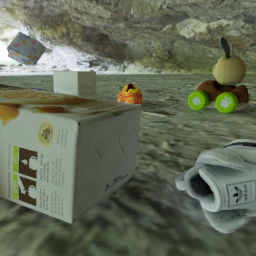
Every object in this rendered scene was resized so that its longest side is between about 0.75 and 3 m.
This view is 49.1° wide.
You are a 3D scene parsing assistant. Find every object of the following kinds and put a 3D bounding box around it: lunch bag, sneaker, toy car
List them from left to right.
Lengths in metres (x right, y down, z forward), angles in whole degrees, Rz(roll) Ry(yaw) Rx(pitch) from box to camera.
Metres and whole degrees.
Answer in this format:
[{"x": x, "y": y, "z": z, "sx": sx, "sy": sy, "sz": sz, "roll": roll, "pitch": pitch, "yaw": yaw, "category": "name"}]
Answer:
[{"x": -3.111, "y": -2.368, "z": 8.627, "sx": 0.928, "sy": 0.787, "sz": 0.590, "roll": 23, "pitch": -28, "yaw": -5, "category": "lunch bag"}, {"x": 0.125, "y": -1.387, "z": 11.500, "sx": 0.881, "sy": 0.931, "sz": 2.414, "roll": -5, "pitch": 12, "yaw": -15, "category": "sneaker"}, {"x": 3.509, "y": -2.002, "z": 10.414, "sx": 2.030, "sy": 2.574, "sz": 2.114, "roll": 10, "pitch": 16, "yaw": 34, "category": "toy car"}, {"x": 1.607, "y": 0.656, "z": 2.798, "sx": 1.333, "sy": 0.871, "sz": 2.319, "roll": -10, "pitch": 11, "yaw": -34, "category": "sneaker"}]

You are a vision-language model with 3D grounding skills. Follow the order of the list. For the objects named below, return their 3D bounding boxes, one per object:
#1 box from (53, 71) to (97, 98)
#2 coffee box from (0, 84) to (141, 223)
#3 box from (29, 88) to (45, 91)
[{"x": -2.594, "y": -2.157, "z": 13.864, "sx": 1.545, "sy": 1.330, "sz": 1.553, "roll": 7, "pitch": 15, "yaw": 29, "category": "box"}, {"x": -1.468, "y": 0.091, "z": 4.027, "sx": 2.879, "sy": 1.148, "sz": 1.646, "roll": 10, "pitch": 13, "yaw": 23, "category": "coffee box"}, {"x": -4.563, "y": -1.150, "z": 11.011, "sx": 1.422, "sy": 0.380, "sz": 2.347, "roll": 11, "pitch": 26, "yaw": 40, "category": "box"}]
